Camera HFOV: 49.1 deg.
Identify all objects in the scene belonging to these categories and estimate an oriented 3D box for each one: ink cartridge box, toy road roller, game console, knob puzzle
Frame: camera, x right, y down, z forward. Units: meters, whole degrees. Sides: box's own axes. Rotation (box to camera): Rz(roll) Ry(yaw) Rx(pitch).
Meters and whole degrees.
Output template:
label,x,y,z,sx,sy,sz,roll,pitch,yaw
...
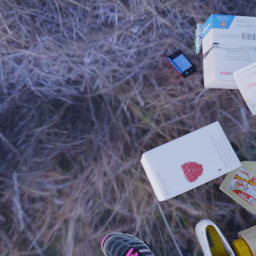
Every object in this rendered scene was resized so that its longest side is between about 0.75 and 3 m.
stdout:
label,x,y,z,sx,sy,sz,roll,pitch,yaw
ink cartridge box,3.890,-1.332,8.273,1.141,1.949,0.656,-24,46,24
toy road roller,4.020,3.784,7.384,1.419,1.686,2.310,-20,76,-5
game console,1.786,-2.250,9.591,0.867,0.597,1.006,-35,78,-9
ink cartridge box,3.380,-2.459,9.246,1.620,0.936,2.220,2,83,-8
knob puzzle,3.734,1.684,8.715,1.606,0.223,1.606,0,75,-2

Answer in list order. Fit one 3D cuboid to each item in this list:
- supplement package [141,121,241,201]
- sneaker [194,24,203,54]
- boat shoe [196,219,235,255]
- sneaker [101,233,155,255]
label,x,y,z,sx,sy,sz,roll,pitch,yaw
supplement package,1.748,1.037,8.276,2.360,1.413,1.431,-23,76,-6
sneaker,2.784,-3.143,9.902,0.829,0.461,1.185,8,76,3
boat shoe,2.665,3.741,7.846,0.836,0.824,2.359,-19,76,-5
sneaker,0.442,3.838,7.631,2.711,1.186,1.000,36,78,9
